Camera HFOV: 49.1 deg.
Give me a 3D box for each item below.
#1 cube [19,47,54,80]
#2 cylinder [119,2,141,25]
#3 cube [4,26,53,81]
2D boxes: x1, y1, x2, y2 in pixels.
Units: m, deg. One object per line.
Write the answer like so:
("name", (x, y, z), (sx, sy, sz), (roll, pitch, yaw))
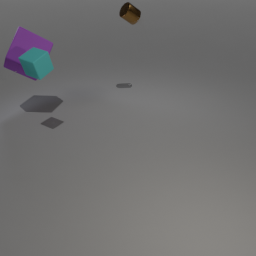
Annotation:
("cube", (-3.034, -2.143, 9.302), (0.700, 0.700, 0.700), (22, 54, 25))
("cylinder", (0.096, -5.044, 12.347), (0.700, 0.700, 0.700), (20, 13, -38))
("cube", (-4.061, -2.960, 11.382), (1.400, 1.400, 1.400), (23, -13, -24))
